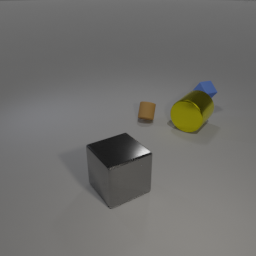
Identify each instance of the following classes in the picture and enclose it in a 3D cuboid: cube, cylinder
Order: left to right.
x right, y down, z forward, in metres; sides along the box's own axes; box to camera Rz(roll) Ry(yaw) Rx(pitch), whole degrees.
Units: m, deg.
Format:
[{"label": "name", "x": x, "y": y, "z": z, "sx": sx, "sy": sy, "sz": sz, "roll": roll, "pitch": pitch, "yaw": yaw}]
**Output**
[{"label": "cube", "x": -0.265, "y": 1.180, "z": 8.179, "sx": 1.400, "sy": 1.400, "sz": 1.400, "roll": -17, "pitch": 33, "yaw": -28}, {"label": "cylinder", "x": 0.823, "y": -0.745, "z": 12.236, "sx": 0.700, "sy": 0.700, "sz": 0.700, "roll": 9, "pitch": -4, "yaw": 1}, {"label": "cylinder", "x": 2.690, "y": -0.719, "z": 11.694, "sx": 1.400, "sy": 1.400, "sz": 1.400, "roll": 18, "pitch": 33, "yaw": 29}, {"label": "cube", "x": 3.662, "y": -1.747, "z": 13.349, "sx": 0.700, "sy": 0.700, "sz": 0.700, "roll": -12, "pitch": 66, "yaw": -28}]
